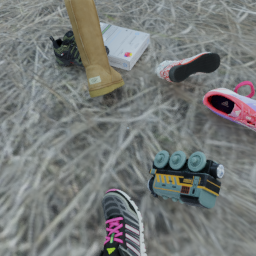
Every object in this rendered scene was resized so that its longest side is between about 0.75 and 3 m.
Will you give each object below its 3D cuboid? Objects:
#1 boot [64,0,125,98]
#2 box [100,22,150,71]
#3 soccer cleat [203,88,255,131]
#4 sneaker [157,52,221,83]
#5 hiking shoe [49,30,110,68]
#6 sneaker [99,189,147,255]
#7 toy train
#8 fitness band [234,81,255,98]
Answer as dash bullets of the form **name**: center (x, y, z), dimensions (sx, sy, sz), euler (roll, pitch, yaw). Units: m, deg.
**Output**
- **boot**: center (-0.936, -2.524, 8.518), dimensions (0.942, 2.850, 2.496), euler (-13, 13, 7)
- **box**: center (-0.643, -3.370, 11.290), dimensions (2.512, 0.517, 1.958), euler (19, 54, 18)
- **soccer cleat**: center (3.513, -0.371, 8.022), dimensions (2.880, 0.982, 1.054), euler (30, 27, 31)
- **sneaker**: center (2.060, -2.172, 9.743), dimensions (2.195, 0.733, 1.176), euler (-23, 26, -23)
- **hiking shoe**: center (-1.825, -2.899, 10.150), dimensions (2.368, 1.192, 0.897), euler (3, 46, 25)
- **sneaker**: center (-0.161, 2.162, 5.311), dimensions (0.736, 0.872, 1.995), euler (-22, 74, 29)
- **toy train**: center (1.221, 1.140, 6.355), dimensions (1.943, 0.828, 1.107), euler (-3, 61, 50)
- **fitness band**: center (3.722, -1.183, 8.968), dimensions (0.584, 0.813, 0.152), euler (-19, 50, 20)
